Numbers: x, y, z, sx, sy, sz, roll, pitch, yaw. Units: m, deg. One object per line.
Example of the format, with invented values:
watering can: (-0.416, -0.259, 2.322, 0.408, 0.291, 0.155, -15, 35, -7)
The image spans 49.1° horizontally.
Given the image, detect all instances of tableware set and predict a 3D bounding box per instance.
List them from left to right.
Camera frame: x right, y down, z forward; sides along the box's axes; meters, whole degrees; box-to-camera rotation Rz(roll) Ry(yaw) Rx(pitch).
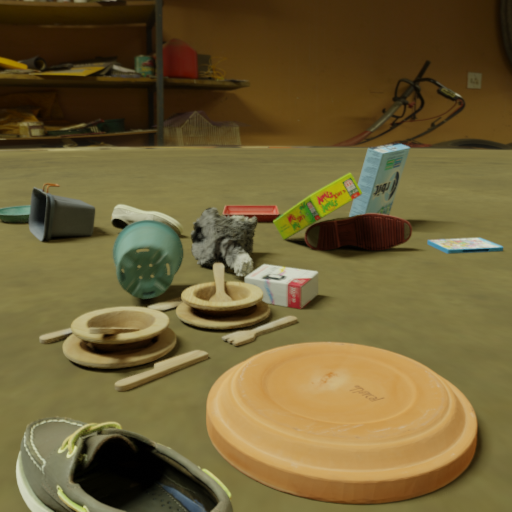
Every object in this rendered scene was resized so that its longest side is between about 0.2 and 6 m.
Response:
tableware set: (-1.002, 0.663, 6.886, 1.854, 0.562, 2.805, 13, 19, 43)

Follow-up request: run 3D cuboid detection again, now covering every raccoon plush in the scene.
raccoon plush: (-0.264, -0.079, 9.968, 1.352, 0.977, 2.019, 4, 34, -37)

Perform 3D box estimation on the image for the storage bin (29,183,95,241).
storage bin: (-4.337, -0.981, 12.562, 1.108, 1.201, 1.650, 3, 10, -34)

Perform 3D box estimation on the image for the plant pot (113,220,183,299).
plant pot: (-1.592, 0.097, 8.153, 1.061, 1.061, 1.039, -2, 15, -8)

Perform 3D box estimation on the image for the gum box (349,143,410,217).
gum box: (2.941, -1.683, 13.398, 0.417, 1.874, 1.592, 27, 28, 29)

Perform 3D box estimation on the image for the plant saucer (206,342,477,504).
plant saucer: (0.715, 1.267, 4.912, 2.304, 0.372, 2.304, 0, 15, 0)

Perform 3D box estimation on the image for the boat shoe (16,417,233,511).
boat shoe: (-0.899, 1.442, 3.611, 2.154, 0.644, 0.770, 13, 19, 42)

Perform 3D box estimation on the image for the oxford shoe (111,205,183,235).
oxford shoe: (-2.460, -0.685, 12.501, 1.819, 0.684, 0.525, 13, 59, 19)

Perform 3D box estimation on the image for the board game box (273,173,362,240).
board game box: (1.177, -0.948, 11.222, 1.018, 0.477, 2.004, -30, 0, -20)

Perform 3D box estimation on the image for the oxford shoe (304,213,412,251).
oxford shoe: (2.033, -0.529, 11.274, 2.092, 0.737, 0.782, 0, 11, 6)

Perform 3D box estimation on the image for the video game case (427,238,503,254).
video game case: (4.211, -0.208, 11.323, 1.189, 0.106, 0.851, -2, 14, -10)

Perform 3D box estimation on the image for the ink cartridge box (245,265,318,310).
ink cartridge box: (0.364, 0.436, 8.128, 0.899, 0.372, 0.655, 8, 21, 26)

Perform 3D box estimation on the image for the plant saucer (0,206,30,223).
plant saucer: (-5.934, -1.060, 14.400, 1.482, 0.266, 1.482, 0, 15, 0)

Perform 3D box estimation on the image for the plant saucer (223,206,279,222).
plant saucer: (-0.138, -1.082, 14.517, 1.398, 0.256, 1.395, 1, 14, -1)
